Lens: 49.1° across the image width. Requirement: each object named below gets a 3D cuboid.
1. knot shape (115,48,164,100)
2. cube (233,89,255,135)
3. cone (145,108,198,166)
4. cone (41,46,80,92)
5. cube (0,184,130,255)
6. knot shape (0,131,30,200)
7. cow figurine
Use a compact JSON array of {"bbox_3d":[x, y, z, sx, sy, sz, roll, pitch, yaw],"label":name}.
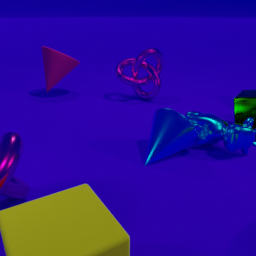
[{"bbox_3d":[0.565,-1.912,9.310,1.691,1.582,0.781,40,6,-4],"label":"knot shape"},{"bbox_3d":[3.222,-0.406,6.919,0.941,0.941,0.941,2,20,34],"label":"cube"},{"bbox_3d":[0.684,0.375,5.848,1.131,1.131,1.135,20,57,38],"label":"cone"},{"bbox_3d":[-2.549,-1.875,9.650,1.369,1.375,1.369,22,3,-1],"label":"cone"},{"bbox_3d":[-0.664,1.385,2.922,1.020,1.020,1.020,-13,27,-28],"label":"cube"},{"bbox_3d":[-2.080,0.724,3.831,1.815,0.896,1.939,-31,-9,27],"label":"knot shape"},{"bbox_3d":[2.059,0.051,6.319,1.485,0.828,1.509,5,14,6],"label":"cow figurine"}]
